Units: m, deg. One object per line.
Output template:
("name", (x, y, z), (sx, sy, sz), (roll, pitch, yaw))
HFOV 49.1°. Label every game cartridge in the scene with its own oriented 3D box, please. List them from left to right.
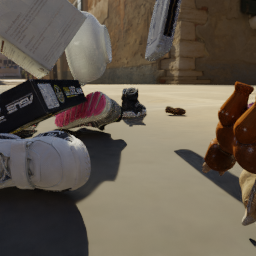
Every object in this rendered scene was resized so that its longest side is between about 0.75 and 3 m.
("game cartridge", (1.122, -3.469, 8.893), (0.524, 2.564, 1.707), (11, 1, -15))

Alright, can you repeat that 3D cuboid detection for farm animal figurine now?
("farm animal figurine", (1.938, 0.517, 2.838), (2.228, 1.388, 2.759), (30, 23, 32))

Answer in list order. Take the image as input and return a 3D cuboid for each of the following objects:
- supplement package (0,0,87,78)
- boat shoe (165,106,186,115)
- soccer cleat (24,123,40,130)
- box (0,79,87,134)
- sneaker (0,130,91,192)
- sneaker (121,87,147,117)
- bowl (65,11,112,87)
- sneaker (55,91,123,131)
("supplement package", (-2.679, -2.654, 6.413), (2.779, 1.624, 1.630), (36, -12, -24))
("boat shoe", (1.939, -0.663, 11.477), (0.862, 0.310, 0.291), (11, 46, 13))
("soccer cleat", (-3.061, -0.254, 8.506), (0.786, 0.633, 1.844), (11, 8, -13))
("box", (-2.336, -0.304, 6.011), (2.352, 0.717, 2.918), (-22, 8, 7))
("sneaker", (-1.628, 0.537, 3.626), (2.261, 0.849, 1.299), (1, 10, 35))
("sneaker", (0.270, -1.074, 11.259), (0.741, 1.117, 1.963), (4, 12, 21))
("bowl", (-1.300, -2.908, 10.019), (1.233, 2.744, 2.744), (-6, 10, 7))
("sneaker", (-1.136, -0.356, 8.091), (2.602, 0.960, 1.138), (-9, -24, 45))
